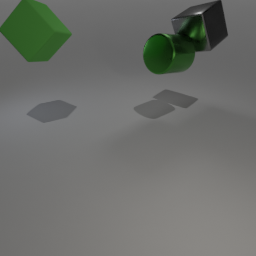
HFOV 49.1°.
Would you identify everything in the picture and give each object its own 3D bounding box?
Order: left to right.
[{"bbox_3d":[-3.018,-3.191,9.310,1.400,1.400,1.400,48,17,-4],"label":"cube"},{"bbox_3d":[1.509,-2.711,10.280,1.400,1.400,1.400,25,27,37],"label":"cylinder"},{"bbox_3d":[2.742,-3.816,10.671,1.400,1.400,1.400,10,42,47],"label":"cube"}]
